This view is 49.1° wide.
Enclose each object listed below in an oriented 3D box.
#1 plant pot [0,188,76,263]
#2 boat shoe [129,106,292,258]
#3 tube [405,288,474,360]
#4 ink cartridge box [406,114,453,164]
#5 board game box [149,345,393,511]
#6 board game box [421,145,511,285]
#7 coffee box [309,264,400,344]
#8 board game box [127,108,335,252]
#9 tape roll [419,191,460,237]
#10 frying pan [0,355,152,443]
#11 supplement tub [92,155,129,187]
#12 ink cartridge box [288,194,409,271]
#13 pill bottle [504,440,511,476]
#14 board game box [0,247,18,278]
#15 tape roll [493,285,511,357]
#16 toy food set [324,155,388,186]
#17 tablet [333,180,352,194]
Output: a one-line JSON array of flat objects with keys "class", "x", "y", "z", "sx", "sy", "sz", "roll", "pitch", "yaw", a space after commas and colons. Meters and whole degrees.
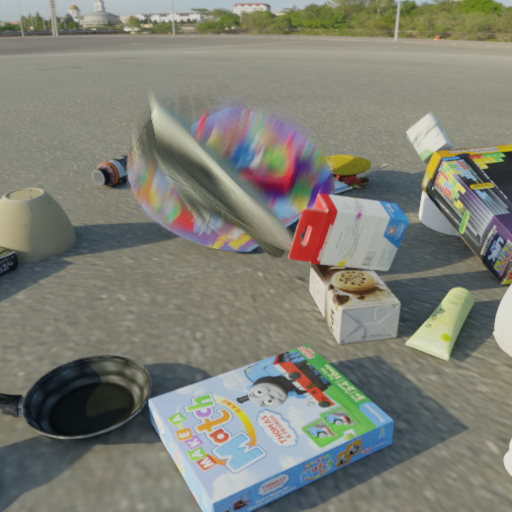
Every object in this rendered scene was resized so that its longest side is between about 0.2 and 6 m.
[{"class": "plant pot", "x": -4.607, "y": -0.734, "z": 11.386, "sx": 1.683, "sy": 1.130, "sz": 1.683, "roll": 1, "pitch": 25, "yaw": 0}, {"class": "boat shoe", "x": -0.770, "y": -1.126, "z": 9.996, "sx": 3.427, "sy": 1.159, "sz": 1.231, "roll": 43, "pitch": 15, "yaw": 2}, {"class": "tube", "x": 2.910, "y": 1.036, "z": 8.607, "sx": 0.475, "sy": 0.425, "sz": 1.638, "roll": -29, "pitch": 5, "yaw": 46}, {"class": "ink cartridge box", "x": 3.641, "y": -2.457, "z": 11.804, "sx": 0.353, "sy": 0.612, "sz": 0.838, "roll": 11, "pitch": 50, "yaw": -46}, {"class": "board game box", "x": 0.144, "y": 1.962, "z": 6.620, "sx": 2.325, "sy": 0.425, "sz": 1.758, "roll": -15, "pitch": 30, "yaw": -27}, {"class": "board game box", "x": 5.702, "y": -1.033, "z": 11.163, "sx": 3.671, "sy": 1.041, "sz": 3.035, "roll": -8, "pitch": 43, "yaw": -16}, {"class": "coffee box", "x": 1.529, "y": 0.655, "z": 9.042, "sx": 0.941, "sy": 0.665, "sz": 1.665, "roll": -5, "pitch": 26, "yaw": -10}, {"class": "board game box", "x": -0.381, "y": -2.116, "z": 12.200, "sx": 3.667, "sy": 0.904, "sz": 4.641, "roll": 42, "pitch": 55, "yaw": 21}, {"class": "tape roll", "x": 4.579, "y": -1.052, "z": 12.570, "sx": 1.752, "sy": 0.613, "sz": 1.752, "roll": 1, "pitch": 28, "yaw": 0}, {"class": "frying pan", "x": -2.529, "y": 1.895, "z": 6.791, "sx": 2.584, "sy": 0.421, "sz": 1.563, "roll": -15, "pitch": 29, "yaw": -24}, {"class": "supplement tub", "x": -3.834, "y": -2.259, "z": 15.070, "sx": 0.666, "sy": 0.666, "sz": 1.246, "roll": 13, "pitch": 29, "yaw": 26}, {"class": "ink cartridge box", "x": 1.402, "y": -0.384, "z": 8.961, "sx": 1.747, "sy": 1.015, "sz": 0.587, "roll": 7, "pitch": 33, "yaw": -14}, {"class": "pill bottle", "x": 3.151, "y": 2.117, "z": 6.208, "sx": 0.918, "sy": 0.510, "sz": 0.510, "roll": -21, "pitch": 33, "yaw": -36}, {"class": "board game box", "x": -6.038, "y": 0.415, "z": 9.830, "sx": 1.979, "sy": 0.412, "sz": 2.926, "roll": 14, "pitch": 29, "yaw": 26}, {"class": "tape roll", "x": 4.190, "y": 0.926, "z": 7.381, "sx": 1.644, "sy": 1.644, "sz": 1.129, "roll": -10, "pitch": 28, "yaw": -20}, {"class": "toy food set", "x": 2.481, "y": -2.178, "z": 15.014, "sx": 1.125, "sy": 0.625, "sz": 1.913, "roll": -28, "pitch": 33, "yaw": -28}, {"class": "tablet", "x": 1.580, "y": -1.726, "z": 14.586, "sx": 1.670, "sy": 0.114, "sz": 1.087, "roll": -21, "pitch": 33, "yaw": -36}]
